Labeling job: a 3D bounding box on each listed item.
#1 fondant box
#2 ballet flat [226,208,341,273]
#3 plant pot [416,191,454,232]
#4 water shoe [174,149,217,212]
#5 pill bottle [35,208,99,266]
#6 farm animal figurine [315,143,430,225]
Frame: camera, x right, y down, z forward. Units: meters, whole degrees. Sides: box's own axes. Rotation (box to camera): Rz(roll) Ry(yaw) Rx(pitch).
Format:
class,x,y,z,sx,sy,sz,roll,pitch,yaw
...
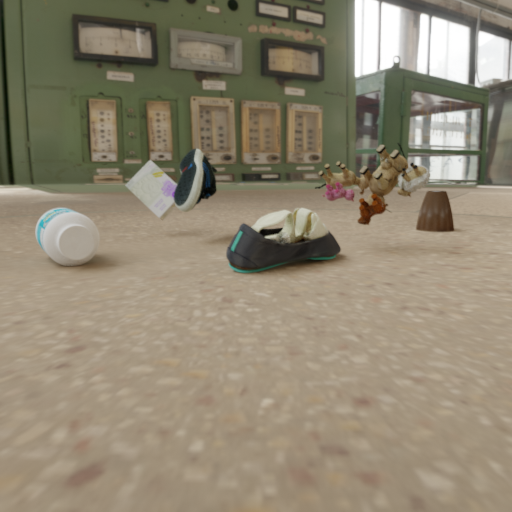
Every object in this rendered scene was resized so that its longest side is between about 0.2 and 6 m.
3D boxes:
class,x,y,z,sx,sy,sz,roll,pitch,yaw
fondant box,-2.314,-1.522,13.024,1.175,0.847,0.342,43,-3,11
ballet flat,0.603,-0.319,9.232,0.957,0.957,2.621,9,13,44
plant pot,4.478,-1.126,13.971,0.920,0.984,0.920,0,9,0
water shoe,-1.216,-1.605,12.430,0.888,0.805,2.251,38,29,-26
pill bottle,-3.137,-0.316,9.352,0.880,0.880,1.589,-5,11,-28
farm animal figurine,2.254,-1.367,10.855,0.930,1.765,1.785,44,9,-44
